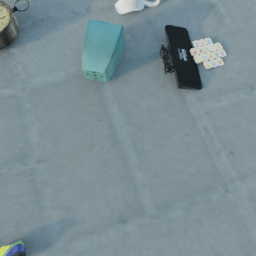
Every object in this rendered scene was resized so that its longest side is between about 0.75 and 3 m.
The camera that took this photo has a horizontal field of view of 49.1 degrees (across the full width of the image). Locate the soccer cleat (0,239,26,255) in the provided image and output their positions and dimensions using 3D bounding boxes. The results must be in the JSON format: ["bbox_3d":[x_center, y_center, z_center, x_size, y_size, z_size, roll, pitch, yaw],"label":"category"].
[{"bbox_3d":[-3.001,3.071,6.456,1.375,0.445,0.575,-26,39,-6],"label":"soccer cleat"}]

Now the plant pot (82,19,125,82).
[{"bbox_3d":[-0.806,-2.229,8.387,1.055,1.055,1.493,13,75,6],"label":"plant pot"}]

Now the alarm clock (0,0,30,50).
[{"bbox_3d":[-4.217,-3.383,8.964,2.555,0.850,1.723,-41,72,-14],"label":"alarm clock"}]

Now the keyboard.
[{"bbox_3d":[1.511,-2.195,8.786,1.242,0.473,2.386,4,63,-23],"label":"keyboard"}]

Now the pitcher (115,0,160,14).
[{"bbox_3d":[0.347,-4.614,8.967,1.583,1.846,1.119,-6,67,-4],"label":"pitcher"}]

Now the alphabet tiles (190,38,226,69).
[{"bbox_3d":[2.541,-2.387,8.868,1.097,0.080,1.073,-16,72,-14],"label":"alphabet tiles"}]
